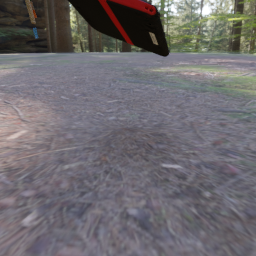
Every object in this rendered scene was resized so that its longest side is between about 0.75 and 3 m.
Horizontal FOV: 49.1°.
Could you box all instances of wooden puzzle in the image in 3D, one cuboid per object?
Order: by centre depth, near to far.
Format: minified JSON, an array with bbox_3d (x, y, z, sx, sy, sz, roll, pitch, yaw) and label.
[{"bbox_3d":[-2.404,-3.018,6.856,0.170,1.451,0.979,-15,32,-13],"label":"wooden puzzle"}]

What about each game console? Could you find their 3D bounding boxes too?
[{"bbox_3d":[-0.191,-2.533,6.457,2.345,0.412,2.652,24,3,13],"label":"game console"}]
